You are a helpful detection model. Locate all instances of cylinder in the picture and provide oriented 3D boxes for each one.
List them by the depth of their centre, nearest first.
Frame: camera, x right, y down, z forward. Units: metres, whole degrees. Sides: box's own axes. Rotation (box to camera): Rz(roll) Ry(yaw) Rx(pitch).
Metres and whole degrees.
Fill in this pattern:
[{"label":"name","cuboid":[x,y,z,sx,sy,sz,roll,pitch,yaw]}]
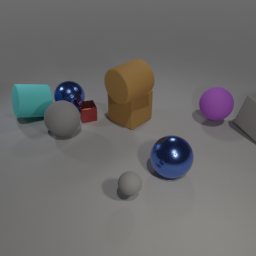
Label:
[{"label":"cylinder","cuboid":[0.053,-1.783,10.749,1.400,1.400,1.400,-30,43,-33]},{"label":"cylinder","cuboid":[-4.154,-1.179,12.143,1.400,1.400,1.400,-5,30,-32]}]

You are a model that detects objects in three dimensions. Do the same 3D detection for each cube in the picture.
[{"label":"cube","cuboid":[5.384,-0.468,11.019,1.400,1.400,1.400,-13,47,-25]},{"label":"cube","cuboid":[0.098,-1.000,12.168,1.400,1.400,1.400,25,40,34]},{"label":"cube","cuboid":[-1.787,-0.737,12.378,0.700,0.700,0.700,-10,36,-17]}]

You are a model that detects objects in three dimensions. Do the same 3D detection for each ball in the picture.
[{"label":"ball","cuboid":[0.057,1.598,8.066,0.700,0.700,0.700,0,32,0]},{"label":"ball","cuboid":[1.421,0.934,9.114,1.400,1.400,1.400,0,32,0]},{"label":"ball","cuboid":[-2.589,-0.380,11.056,1.400,1.400,1.400,0,32,0]},{"label":"ball","cuboid":[3.702,-1.013,11.742,1.400,1.400,1.400,0,32,0]},{"label":"ball","cuboid":[-2.691,-1.463,12.894,1.400,1.400,1.400,0,32,0]}]
